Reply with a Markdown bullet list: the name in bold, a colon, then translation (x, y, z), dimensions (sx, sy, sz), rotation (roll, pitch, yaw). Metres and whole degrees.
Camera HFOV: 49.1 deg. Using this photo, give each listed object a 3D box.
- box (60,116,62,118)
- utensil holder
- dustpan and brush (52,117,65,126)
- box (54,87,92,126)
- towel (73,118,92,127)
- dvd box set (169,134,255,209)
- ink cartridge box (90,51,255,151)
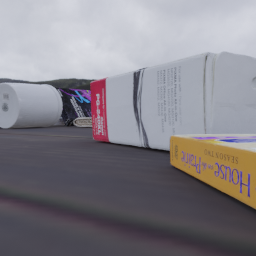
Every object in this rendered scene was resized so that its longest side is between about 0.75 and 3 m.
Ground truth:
- **box**: translation (-4.804, -0.883, 14.204), dimensions (2.134, 1.220, 2.344), rotation (-9, -2, 29)
- **utensil holder**: translation (-3.916, -0.845, 10.844), dimensions (1.776, 1.776, 2.090), rotation (1, 6, 29)
- **dustpan and brush**: translation (-3.180, -0.400, 13.380), dimensions (1.920, 0.549, 1.340), rotation (-2, 2, -29)
- **box**: translation (-2.104, -1.009, 13.498), dimensions (2.785, 1.991, 0.503), rotation (-4, -35, -46)
- **towel**: translation (-0.781, -0.231, 11.460), dimensions (2.516, 0.434, 1.667), rotation (0, 1, 7)
- **dvd box set**: translation (1.277, 0.235, 1.637), dimensions (1.515, 0.304, 2.071), rotation (0, 2, -10)
- **ink cartridge box**: translation (0.869, -0.304, 4.373), dimensions (1.949, 1.119, 2.684), rotation (-2, 4, -33)
